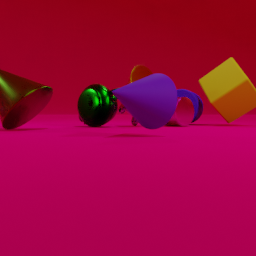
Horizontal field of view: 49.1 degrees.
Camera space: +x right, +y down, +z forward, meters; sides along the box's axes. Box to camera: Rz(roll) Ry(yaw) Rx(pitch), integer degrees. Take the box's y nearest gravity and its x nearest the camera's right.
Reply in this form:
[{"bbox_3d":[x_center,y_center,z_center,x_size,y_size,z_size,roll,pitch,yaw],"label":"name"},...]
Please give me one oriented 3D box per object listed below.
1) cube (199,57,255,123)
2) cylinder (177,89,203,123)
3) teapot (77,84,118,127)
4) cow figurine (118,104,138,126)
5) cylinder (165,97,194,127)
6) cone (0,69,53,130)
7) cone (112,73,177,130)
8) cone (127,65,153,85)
[{"bbox_3d":[3.028,-1.098,8.308,1.170,1.170,1.170,-36,-51,23],"label":"cube"},{"bbox_3d":[1.823,-0.671,9.113,1.103,1.103,1.103,1,3,22],"label":"cylinder"},{"bbox_3d":[-0.801,-0.556,7.546,1.837,1.142,0.900,-33,-22,31],"label":"teapot"},{"bbox_3d":[0.402,-0.652,8.148,1.228,1.208,0.674,41,-33,-22],"label":"cow figurine"},{"bbox_3d":[1.312,-0.462,7.935,0.811,0.811,0.811,-2,4,-39],"label":"cylinder"},{"bbox_3d":[-2.632,-0.904,6.206,1.344,1.349,1.344,-44,-4,-4],"label":"cone"},{"bbox_3d":[0.101,-0.464,4.189,0.911,0.907,0.907,7,-3,-45],"label":"cone"},{"bbox_3d":[0.161,-1.141,7.717,0.898,0.898,0.901,-2,-9,-38],"label":"cone"}]
